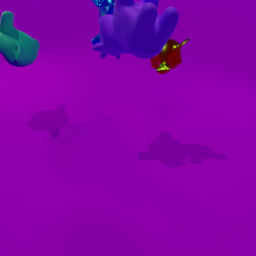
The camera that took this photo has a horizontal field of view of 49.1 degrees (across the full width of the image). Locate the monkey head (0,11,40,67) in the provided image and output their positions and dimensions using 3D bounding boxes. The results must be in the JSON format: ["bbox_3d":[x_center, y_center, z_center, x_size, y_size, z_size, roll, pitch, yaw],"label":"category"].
[{"bbox_3d":[-3.224,-2.551,8.215,1.199,1.432,1.990,16,23,-8],"label":"monkey head"}]

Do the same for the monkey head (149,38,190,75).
[{"bbox_3d":[0.858,-1.731,6.710,1.301,0.784,0.936,-6,26,20],"label":"monkey head"}]

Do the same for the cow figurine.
[{"bbox_3d":[0.029,-1.042,3.127,0.583,1.046,1.063,-4,49,-28],"label":"cow figurine"}]

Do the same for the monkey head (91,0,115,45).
[{"bbox_3d":[-0.386,-2.535,6.696,1.330,1.849,1.114,-37,53,11],"label":"monkey head"}]
